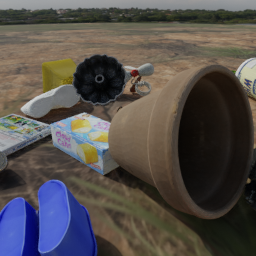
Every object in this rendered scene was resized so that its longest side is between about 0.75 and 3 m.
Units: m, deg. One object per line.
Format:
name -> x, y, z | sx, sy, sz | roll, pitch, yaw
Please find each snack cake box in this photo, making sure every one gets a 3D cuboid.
snack cake box -> -0.927, 0.320, 7.434 | 2.106, 0.708, 1.211 | 22, 34, 38

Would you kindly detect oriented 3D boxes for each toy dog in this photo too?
toy dog -> -0.148, -2.027, 12.014 | 2.432, 1.604, 1.171 | 4, -14, -1

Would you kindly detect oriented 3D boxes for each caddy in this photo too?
caddy -> -1.214, 1.706, 4.209 | 1.347, 1.000, 1.906 | -27, 28, -5

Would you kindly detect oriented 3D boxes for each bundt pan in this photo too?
bundt pan -> -0.849, -1.431, 8.817 | 1.700, 1.700, 0.638 | 2, -13, 3

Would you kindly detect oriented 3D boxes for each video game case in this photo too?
video game case -> -3.580, 0.139, 8.407 | 2.018, 0.222, 1.840 | 14, 29, 30

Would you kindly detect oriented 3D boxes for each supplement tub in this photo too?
supplement tub -> 5.448, -1.811, 10.994 | 1.534, 1.534, 2.116 | -7, 26, -15

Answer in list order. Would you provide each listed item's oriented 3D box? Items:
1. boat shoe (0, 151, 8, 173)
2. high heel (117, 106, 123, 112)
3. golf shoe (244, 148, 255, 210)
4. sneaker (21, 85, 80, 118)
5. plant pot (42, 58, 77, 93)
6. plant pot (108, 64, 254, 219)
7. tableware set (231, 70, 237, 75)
boat shoe -> -3.725, 1.050, 6.295 | 1.979, 0.719, 0.621 | -17, -13, -21
high heel -> 0.147, -0.258, 8.609 | 1.064, 0.759, 0.380 | 8, 26, 16
golf shoe -> 3.248, 0.990, 5.931 | 1.310, 1.078, 2.774 | 24, 33, 11
sneaker -> -2.858, -1.049, 10.347 | 1.015, 0.863, 2.295 | 6, 24, 42
plant pot -> -2.639, -1.958, 11.699 | 1.388, 1.388, 1.225 | -22, 44, -38
plant pot -> 0.880, 0.200, 5.856 | 2.764, 2.764, 2.410 | -23, 17, -39
tableware set -> 6.095, -2.637, 14.153 | 1.569, 0.357, 2.330 | -3, 26, -7
